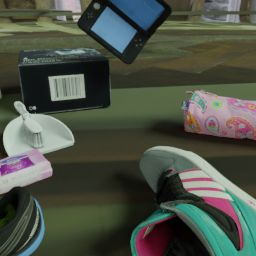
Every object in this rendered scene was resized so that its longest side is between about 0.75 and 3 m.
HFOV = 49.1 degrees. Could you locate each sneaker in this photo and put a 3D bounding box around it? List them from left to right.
[{"bbox_3d":[-2.427,1.602,3.445,1.030,1.204,2.905,19,31,38],"label":"sneaker"},{"bbox_3d":[0.669,1.260,4.284,1.779,1.232,2.946,-6,25,-35],"label":"sneaker"}]

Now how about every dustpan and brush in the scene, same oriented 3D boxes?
[{"bbox_3d":[-2.696,-0.102,7.665,1.672,0.685,2.395,-16,30,-30],"label":"dustpan and brush"}]

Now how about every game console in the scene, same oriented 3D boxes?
[{"bbox_3d":[-0.135,-3.104,7.873,1.995,1.754,1.161,36,-7,-13],"label":"game console"}]

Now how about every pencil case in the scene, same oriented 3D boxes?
[{"bbox_3d":[2.889,-0.302,7.461,2.839,1.241,1.241,9,27,17],"label":"pencil case"}]

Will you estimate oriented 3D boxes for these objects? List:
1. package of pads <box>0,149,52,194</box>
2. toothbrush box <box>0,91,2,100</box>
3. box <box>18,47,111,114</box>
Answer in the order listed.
[{"bbox_3d":[-2.280,0.890,5.830,1.215,0.460,0.732,-18,30,-33],"label":"package of pads"},{"bbox_3d":[-6.060,-1.200,9.438,2.675,1.152,1.948,2,26,3],"label":"toothbrush box"},{"bbox_3d":[-2.371,-1.856,10.205,2.877,1.718,2.925,-8,25,-17],"label":"box"}]
